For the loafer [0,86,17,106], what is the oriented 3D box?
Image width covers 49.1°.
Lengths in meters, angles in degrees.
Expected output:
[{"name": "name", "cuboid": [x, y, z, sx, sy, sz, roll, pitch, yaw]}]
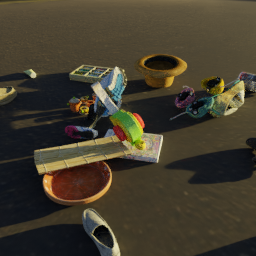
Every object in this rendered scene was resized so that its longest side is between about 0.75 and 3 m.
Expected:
[{"name": "loafer", "cuboid": [-6.051, -1.381, 12.123, 0.957, 0.849, 2.518, 25, 40, 35]}]

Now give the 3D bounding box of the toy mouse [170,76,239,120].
[{"name": "toy mouse", "cuboid": [2.732, -1.046, 11.407, 2.581, 0.562, 2.904, -46, 27, -8]}]

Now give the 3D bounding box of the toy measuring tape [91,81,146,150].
[{"name": "toy measuring tape", "cuboid": [-0.285, -0.452, 9.011, 1.013, 1.013, 2.753, -32, 85, -41]}]

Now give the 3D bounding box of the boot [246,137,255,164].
[{"name": "boot", "cuboid": [4.223, 0.806, 8.986, 1.198, 0.415, 1.043, 27, 40, 33]}]

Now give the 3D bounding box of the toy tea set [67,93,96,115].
[{"name": "toy tea set", "cuboid": [-1.833, -1.203, 12.066, 0.978, 0.609, 1.644, 12, 34, 19]}]

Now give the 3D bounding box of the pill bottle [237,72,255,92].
[{"name": "pill bottle", "cuboid": [6.035, -2.168, 13.468, 1.379, 0.799, 0.799, 23, 38, 32]}]

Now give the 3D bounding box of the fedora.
[{"name": "fedora", "cuboid": [1.601, -2.802, 14.157, 2.828, 1.153, 2.828, 0, 34, 0]}]

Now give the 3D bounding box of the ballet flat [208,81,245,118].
[{"name": "ballet flat", "cuboid": [4.320, -1.163, 11.833, 1.039, 1.039, 2.940, 26, 39, 36]}]

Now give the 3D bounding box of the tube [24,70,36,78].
[{"name": "tube", "cuboid": [-5.377, -3.035, 15.390, 0.343, 0.307, 1.181, 26, 6, -39]}]

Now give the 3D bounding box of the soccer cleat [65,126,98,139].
[{"name": "soccer cleat", "cuboid": [-1.665, 0.171, 10.117, 1.231, 0.430, 0.532, 11, 11, 21]}]

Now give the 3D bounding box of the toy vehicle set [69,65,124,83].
[{"name": "toy vehicle set", "cuboid": [-1.651, -2.853, 15.024, 2.513, 0.333, 1.561, 10, 33, 16]}]

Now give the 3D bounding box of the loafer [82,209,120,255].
[{"name": "loafer", "cuboid": [-0.634, 2.335, 6.377, 0.530, 0.529, 1.515, -18, 36, -27]}]

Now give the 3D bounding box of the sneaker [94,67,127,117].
[{"name": "sneaker", "cuboid": [-0.891, -1.317, 11.377, 1.176, 1.017, 2.713, -23, 31, 35]}]

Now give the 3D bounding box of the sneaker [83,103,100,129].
[{"name": "sneaker", "cuboid": [-1.455, -0.467, 10.780, 0.472, 0.670, 1.262, 4, 31, 14]}]

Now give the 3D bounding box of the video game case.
[{"name": "video game case", "cuboid": [0.109, 0.571, 9.591, 2.005, 0.181, 1.436, 6, 32, 11]}]

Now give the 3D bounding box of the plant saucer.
[{"name": "plant saucer", "cuboid": [-1.426, 1.486, 7.986, 1.911, 0.309, 1.911, -1, 32, 0]}]

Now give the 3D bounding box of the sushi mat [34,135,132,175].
[{"name": "sushi mat", "cuboid": [-1.443, 0.786, 8.801, 2.877, 0.174, 1.376, -11, 28, -17]}]
